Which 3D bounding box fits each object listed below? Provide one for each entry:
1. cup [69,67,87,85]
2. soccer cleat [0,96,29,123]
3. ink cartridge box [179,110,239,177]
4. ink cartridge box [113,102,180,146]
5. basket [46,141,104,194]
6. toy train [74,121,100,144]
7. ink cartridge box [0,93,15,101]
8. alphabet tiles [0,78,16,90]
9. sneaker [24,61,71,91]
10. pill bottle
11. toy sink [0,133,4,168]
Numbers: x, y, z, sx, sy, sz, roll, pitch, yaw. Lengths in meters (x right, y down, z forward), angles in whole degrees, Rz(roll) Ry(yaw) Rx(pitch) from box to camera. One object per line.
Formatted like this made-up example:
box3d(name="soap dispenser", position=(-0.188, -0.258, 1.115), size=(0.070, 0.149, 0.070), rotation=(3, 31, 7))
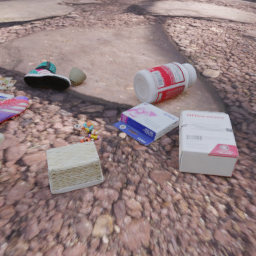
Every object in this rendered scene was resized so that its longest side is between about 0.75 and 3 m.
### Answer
box3d(name="cup", position=(-2.557, -2.461, 13.733), size=(0.862, 0.862, 0.617), rotation=(20, 65, 25))
box3d(name="soccer cleat", position=(-4.976, -0.787, 11.196), size=(0.823, 0.943, 2.467), rotation=(19, 40, 25))
box3d(name="ink cartridge box", position=(2.598, 0.431, 9.466), size=(1.704, 0.992, 2.340), rotation=(5, 37, 7))
box3d(name="ink cartridge box", position=(0.701, -0.251, 10.916), size=(1.893, 0.410, 1.859), rotation=(-29, 44, -36))
box3d(name="basket", position=(-1.627, 1.142, 8.480), size=(1.602, 0.988, 1.086), rotation=(-10, 38, -15))
box3d(name="toy train", position=(-1.516, 0.157, 10.249), size=(0.871, 0.322, 1.159), rotation=(-9, 50, -24))
box3d(name="ink cartridge box", position=(-5.604, -1.383, 12.700), size=(0.813, 0.159, 0.404), rotation=(13, 38, 15))
box3d(name="alphabet tiles", position=(-6.581, -2.124, 13.801), size=(1.889, 0.071, 1.579), rotation=(0, 36, 1))
box3d(name="sneaker", position=(-3.710, -2.575, 13.718), size=(2.371, 0.991, 1.431), rotation=(8, 46, 13))
box3d(name="pill bottle", position=(1.690, -2.072, 12.514), size=(2.645, 1.485, 1.485), rotation=(-19, 40, -25))
box3d(name="toy sink", position=(-4.978, 1.012, 8.263), size=(2.635, 1.476, 1.718), rotation=(9, 36, 20))
